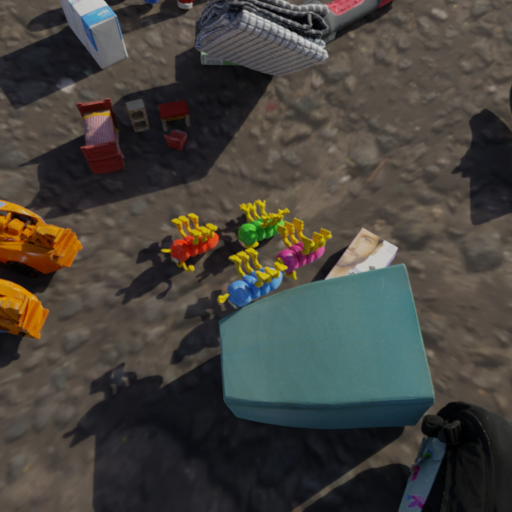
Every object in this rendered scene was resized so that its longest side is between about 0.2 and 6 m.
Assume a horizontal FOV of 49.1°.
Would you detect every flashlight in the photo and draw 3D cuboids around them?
[{"bbox_3d":[1.736,-4.753,10.326,2.540,0.863,0.860,-32,65,-15],"label":"flashlight"}]

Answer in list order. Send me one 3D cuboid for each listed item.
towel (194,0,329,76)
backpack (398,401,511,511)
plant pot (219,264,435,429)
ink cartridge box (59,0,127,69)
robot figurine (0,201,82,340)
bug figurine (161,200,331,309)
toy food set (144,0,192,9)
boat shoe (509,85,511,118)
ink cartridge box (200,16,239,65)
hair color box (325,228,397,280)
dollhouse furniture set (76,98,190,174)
[{"bbox_3d":[0.067,-3.582,8.899,1.638,1.978,0.847,11,93,-25],"label":"towel"},{"bbox_3d":[2.416,3.234,5.872,2.268,1.720,2.718,23,65,20],"label":"backpack"},{"bbox_3d":[0.761,1.268,6.964,2.304,1.627,1.628,-7,64,4],"label":"plant pot"},{"bbox_3d":[-2.931,-4.174,9.971,0.564,0.963,1.332,-33,68,-15],"label":"ink cartridge box"},{"bbox_3d":[-4.290,-0.003,7.916,3.195,0.930,2.316,13,63,6],"label":"robot figurine"},{"bbox_3d":[-0.110,-0.054,7.731,1.910,0.634,2.463,-22,30,-25],"label":"bug figurine"},{"bbox_3d":[-1.377,-5.504,10.779,2.655,1.195,1.268,-14,49,-26],"label":"toy food set"},{"bbox_3d":[4.551,-2.193,8.923,0.722,0.623,1.987,-14,63,19],"label":"boat shoe"},{"bbox_3d":[-0.557,-4.050,10.257,0.931,0.307,1.280,-2,65,-6],"label":"ink cartridge box"},{"bbox_3d":[1.491,0.210,8.134,0.613,0.364,1.122,32,66,17],"label":"hair color box"},{"bbox_3d":[-1.918,-2.049,9.053,1.761,0.716,0.948,-13,64,-6],"label":"dollhouse furniture set"}]
